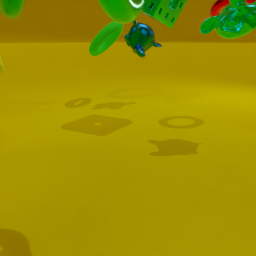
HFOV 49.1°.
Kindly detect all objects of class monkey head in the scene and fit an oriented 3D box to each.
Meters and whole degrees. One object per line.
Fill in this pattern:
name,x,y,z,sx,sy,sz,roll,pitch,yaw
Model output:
monkey head,2.423,-2.612,6.285,1.599,1.151,0.964,-16,20,10
monkey head,0.536,-3.171,10.131,1.735,1.046,1.248,32,22,-39

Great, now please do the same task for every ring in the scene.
ring,3.085,-3.408,8.169,1.331,0.266,1.331,8,-13,2
ring,-0.830,-3.399,10.662,0.336,1.682,1.682,46,25,-2
ring,-1.367,-2.048,3.409,0.274,1.372,1.372,6,15,-26

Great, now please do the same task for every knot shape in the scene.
knot shape,0.200,-2.009,2.519,0.828,1.792,1.677,20,-35,-27

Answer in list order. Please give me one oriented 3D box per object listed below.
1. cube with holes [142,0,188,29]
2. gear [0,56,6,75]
cube with holes,0.811,-3.885,7.897,1.356,1.356,1.356,38,22,22
gear,-3.446,-2.155,6.695,0.333,1.800,1.800,-21,24,-16
